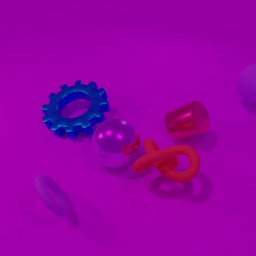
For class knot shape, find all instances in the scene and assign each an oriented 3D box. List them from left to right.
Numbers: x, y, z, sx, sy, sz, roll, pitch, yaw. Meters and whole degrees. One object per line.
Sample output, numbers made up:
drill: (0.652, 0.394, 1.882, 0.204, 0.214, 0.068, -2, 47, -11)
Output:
knot shape: (0.939, 0.747, 6.504, 1.442, 0.712, 1.541, 11, 13, 17)

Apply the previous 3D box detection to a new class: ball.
ball: (-0.310, 0.372, 7.178, 1.306, 1.306, 1.306, 0, 44, 0)
ball: (4.028, -1.379, 8.678, 1.221, 1.221, 1.221, 0, 44, 0)

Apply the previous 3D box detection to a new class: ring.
ring: (-1.667, 1.484, 6.207, 0.217, 1.086, 1.086, -36, 50, -2)

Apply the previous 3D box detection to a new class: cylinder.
cylinder: (1.643, -0.199, 7.780, 0.912, 0.912, 0.912, -21, 25, 44)

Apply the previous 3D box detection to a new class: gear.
gear: (-1.587, -0.607, 8.541, 2.037, 0.377, 2.037, -6, 52, 8)
